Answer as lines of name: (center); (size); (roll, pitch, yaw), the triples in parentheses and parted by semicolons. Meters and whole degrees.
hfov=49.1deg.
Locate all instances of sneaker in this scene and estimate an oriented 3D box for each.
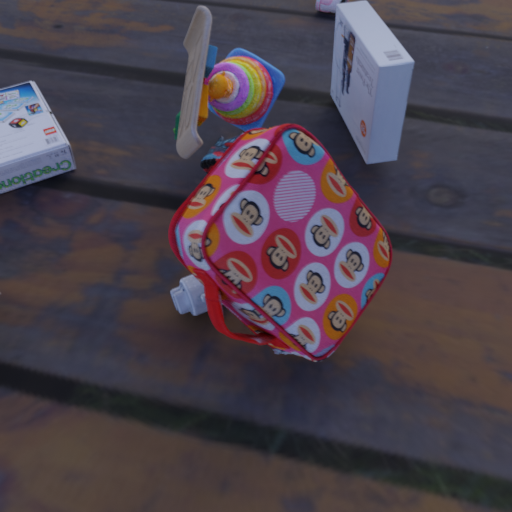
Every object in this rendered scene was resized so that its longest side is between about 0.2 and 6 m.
sneaker: (-0.099, -1.507, 8.062); (1.544, 0.612, 0.737); (8, 64, 33)
sneaker: (2.017, -6.321, 13.623); (0.683, 0.492, 1.307); (21, 58, 21)

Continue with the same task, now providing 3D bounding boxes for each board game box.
board game box: (-5.188, -1.768, 9.599); (3.542, 0.613, 2.236); (-23, 53, -19)

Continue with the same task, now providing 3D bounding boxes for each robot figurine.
robot figurine: (-0.677, 0.471, 7.715); (0.963, 0.544, 0.816); (-21, 19, -17)

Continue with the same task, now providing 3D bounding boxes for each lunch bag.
lunch bag: (0.308, 0.028, 6.604); (1.064, 2.596, 2.287); (11, 60, 53)

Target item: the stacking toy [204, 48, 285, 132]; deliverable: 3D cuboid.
stacking toy: (-0.410, -2.638, 8.877); (1.147, 1.213, 2.090); (31, 19, 3)

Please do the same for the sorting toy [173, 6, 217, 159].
sorting toy: (-0.938, -2.395, 8.406); (0.360, 2.443, 1.806); (3, 92, -14)

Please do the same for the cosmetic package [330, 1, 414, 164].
cosmetic package: (1.903, -3.028, 9.685); (0.617, 1.801, 2.389); (-10, 46, -4)
